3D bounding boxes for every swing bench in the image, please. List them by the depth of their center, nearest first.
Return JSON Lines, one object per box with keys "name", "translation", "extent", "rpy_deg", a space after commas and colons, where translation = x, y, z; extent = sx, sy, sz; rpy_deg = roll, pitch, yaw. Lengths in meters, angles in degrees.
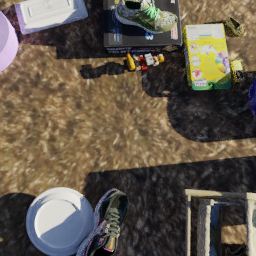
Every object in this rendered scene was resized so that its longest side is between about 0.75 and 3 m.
{"name": "swing bench", "translation": [2.944, 3.203, 8.372], "extent": [2.527, 1.639, 2.513], "rpy_deg": [0, 76, 15]}

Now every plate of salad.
{"name": "plate of salad", "translation": [-2.202, 3.065, 9.226], "extent": [2.238, 0.538, 2.238], "rpy_deg": [0, 88, -1]}

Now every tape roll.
{"name": "tape roll", "translation": [-5.563, -3.264, 10.452], "extent": [2.618, 0.859, 2.618], "rpy_deg": [0, 78, 0]}

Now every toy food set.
{"name": "toy food set", "translation": [0.606, -2.547, 10.341], "extent": [1.314, 0.627, 0.591], "rpy_deg": [-17, 82, 1]}

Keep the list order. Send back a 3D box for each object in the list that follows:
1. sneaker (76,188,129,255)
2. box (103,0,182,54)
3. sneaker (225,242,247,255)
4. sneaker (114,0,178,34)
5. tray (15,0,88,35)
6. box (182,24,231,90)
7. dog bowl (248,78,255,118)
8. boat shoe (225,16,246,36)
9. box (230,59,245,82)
{"name": "sneaker", "translation": [-0.600, 3.307, 8.706], "extent": [1.089, 1.170, 2.711], "rpy_deg": [24, 83, -22]}
{"name": "box", "translation": [0.509, -4.332, 10.777], "extent": [2.903, 0.727, 2.925], "rpy_deg": [-1, 78, 1]}
{"name": "sneaker", "translation": [4.050, 3.981, 8.951], "extent": [1.868, 0.658, 0.706], "rpy_deg": [-15, 78, -4]}
{"name": "sneaker", "translation": [0.639, -4.029, 9.813], "extent": [2.311, 1.024, 0.889], "rpy_deg": [11, 79, 0]}
{"name": "tray", "translation": [-3.062, -4.710, 11.061], "extent": [2.709, 0.300, 1.454], "rpy_deg": [-17, 77, -4]}
{"name": "box", "translation": [2.919, -2.581, 10.439], "extent": [1.496, 0.617, 2.551], "rpy_deg": [-2, 75, -1]}
{"name": "dog bowl", "translation": [5.707, -1.123, 9.891], "extent": [2.587, 1.019, 2.587], "rpy_deg": [0, 77, 0]}
{"name": "boat shoe", "translation": [4.209, -3.945, 10.887], "extent": [0.946, 0.297, 0.347], "rpy_deg": [42, 81, 8]}
{"name": "box", "translation": [4.120, -2.160, 10.540], "extent": [0.313, 0.208, 0.831], "rpy_deg": [-9, 77, -3]}
